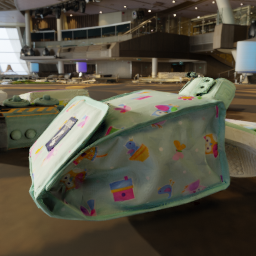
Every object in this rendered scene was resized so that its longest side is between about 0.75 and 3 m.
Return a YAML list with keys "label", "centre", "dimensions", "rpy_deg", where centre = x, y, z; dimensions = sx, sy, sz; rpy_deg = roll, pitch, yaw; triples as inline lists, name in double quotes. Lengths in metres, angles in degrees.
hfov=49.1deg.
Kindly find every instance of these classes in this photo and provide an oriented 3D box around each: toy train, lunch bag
- label: "toy train"
  centre: [-2.259, -0.077, 5.899]
  dimensions: [2.469, 1.052, 1.407]
  rpy_deg: [-4, 24, -31]
- label: "lunch bag"
  centre: [-0.160, 0.238, 3.397]
  dimensions: [2.065, 1.259, 1.759]
  rpy_deg: [-14, 16, -19]

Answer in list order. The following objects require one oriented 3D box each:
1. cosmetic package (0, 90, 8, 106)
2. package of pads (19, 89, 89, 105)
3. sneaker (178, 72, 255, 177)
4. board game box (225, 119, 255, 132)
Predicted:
- label: "cosmetic package"
  centre: [-4.340, -0.534, 7.952]
  dimensions: [1.628, 1.004, 1.633]
  rpy_deg: [-6, 10, -27]
- label: "package of pads"
  centre: [-2.879, -1.038, 10.721]
  dimensions: [2.293, 0.782, 1.772]
  rpy_deg: [-9, 6, -35]
- label: "sneaker"
  centre: [1.437, -0.291, 4.656]
  dimensions: [1.680, 1.048, 2.848]
  rpy_deg: [-46, 22, -10]
- label: "board game box"
  centre: [2.039, 0.121, 6.185]
  dimensions: [1.888, 0.389, 1.892]
  rpy_deg: [-9, 14, -40]
